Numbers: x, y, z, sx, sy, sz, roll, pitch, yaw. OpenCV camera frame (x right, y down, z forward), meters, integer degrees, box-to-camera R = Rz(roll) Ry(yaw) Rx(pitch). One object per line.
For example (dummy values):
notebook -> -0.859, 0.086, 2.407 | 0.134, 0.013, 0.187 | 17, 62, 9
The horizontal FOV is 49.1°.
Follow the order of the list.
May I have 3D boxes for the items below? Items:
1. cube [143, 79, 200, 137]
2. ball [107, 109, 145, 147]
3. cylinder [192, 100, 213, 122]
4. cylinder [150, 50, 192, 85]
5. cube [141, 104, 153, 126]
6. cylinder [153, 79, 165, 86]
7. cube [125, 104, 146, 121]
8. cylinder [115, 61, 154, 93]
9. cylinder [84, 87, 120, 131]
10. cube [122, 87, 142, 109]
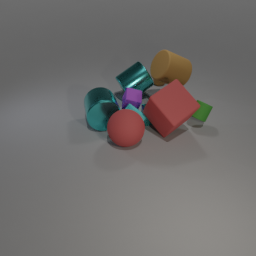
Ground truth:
cube -> 1.630, -0.732, 10.837 | 1.400, 1.400, 1.400 | -35, 79, -19
ball -> -0.076, -0.002, 10.417 | 1.400, 1.400, 1.400 | 0, 31, 0
cylinder -> 3.025, -0.707, 11.562 | 0.700, 0.700, 0.700 | 23, 12, -5
cylinder -> 1.990, -2.731, 12.985 | 1.400, 1.400, 1.400 | 13, 22, -32
cube -> 0.983, -0.589, 12.026 | 0.700, 0.700, 0.700 | -6, 37, -10
cylinder -> 1.768, -2.798, 15.500 | 0.700, 0.700, 0.700 | 2, 55, -3
cube -> 0.184, -0.447, 11.525 | 0.700, 0.700, 0.700 | 34, 12, -26
cylinder -> 0.322, -2.307, 13.773 | 1.400, 1.400, 1.400 | -35, 36, 1
cylinder -> -1.095, -0.809, 11.750 | 1.400, 1.400, 1.400 | -7, 32, -11
cube -> 0.170, -1.230, 12.235 | 0.700, 0.700, 0.700 | 13, 54, -13
